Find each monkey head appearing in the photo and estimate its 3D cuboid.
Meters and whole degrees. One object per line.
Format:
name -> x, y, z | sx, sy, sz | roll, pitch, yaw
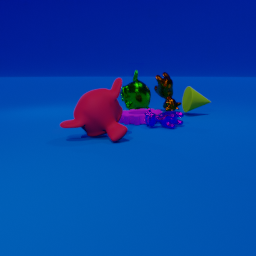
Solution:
monkey head -> 0.283, -1.312, 11.047 | 1.125, 1.868, 1.344 | -25, 23, -6
monkey head -> -0.636, -0.314, 6.815 | 1.872, 1.128, 1.346 | -40, 37, -9

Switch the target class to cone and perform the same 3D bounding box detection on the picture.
cone -> 2.708, -1.036, 10.649 | 0.992, 0.988, 0.988 | 5, 10, -10

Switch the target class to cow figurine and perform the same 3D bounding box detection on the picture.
cow figurine -> 1.628, -1.405, 11.434 | 0.769, 1.401, 1.378 | -24, 58, -13
cow figurine -> 1.045, -0.294, 8.441 | 1.011, 0.564, 1.027 | 15, 21, 37

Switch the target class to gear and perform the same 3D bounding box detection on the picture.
gear -> 0.398, -0.395, 9.375 | 1.472, 0.272, 1.472 | -3, 13, 1
